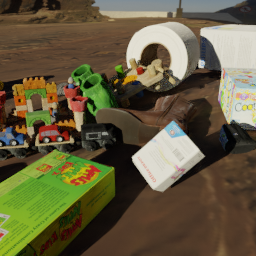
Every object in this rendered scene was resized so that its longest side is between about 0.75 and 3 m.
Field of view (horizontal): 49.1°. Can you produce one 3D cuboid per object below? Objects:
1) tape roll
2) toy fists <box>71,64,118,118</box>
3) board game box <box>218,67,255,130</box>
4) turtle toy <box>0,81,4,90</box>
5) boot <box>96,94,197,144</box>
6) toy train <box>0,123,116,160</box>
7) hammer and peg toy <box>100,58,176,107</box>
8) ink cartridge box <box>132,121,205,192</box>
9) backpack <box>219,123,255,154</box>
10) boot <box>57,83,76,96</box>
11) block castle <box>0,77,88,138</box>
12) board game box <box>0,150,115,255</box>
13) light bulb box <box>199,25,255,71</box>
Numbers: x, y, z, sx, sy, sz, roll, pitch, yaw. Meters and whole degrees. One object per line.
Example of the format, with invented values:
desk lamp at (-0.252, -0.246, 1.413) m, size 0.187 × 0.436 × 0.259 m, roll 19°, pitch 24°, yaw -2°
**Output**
tape roll at (1.409, -2.834, 11.097) m, size 2.496 × 2.496 × 1.714 m, roll 12°, pitch 28°, yaw 25°
toy fists at (-1.040, -1.046, 8.699) m, size 0.880 × 1.305 × 2.560 m, roll -37°, pitch 31°, yaw -4°
board game box at (3.600, -0.968, 8.529) m, size 1.243 × 1.221 × 2.371 m, roll 4°, pitch 25°, yaw 8°
turtle toy at (-5.840, -1.788, 10.533) m, size 1.509 × 1.046 × 2.070 m, roll 5°, pitch 25°, yaw 12°
boot at (0.650, -0.444, 7.841) m, size 2.421 × 0.834 × 2.597 m, roll 19°, pitch 31°, yaw 9°
toy train at (-1.757, 0.253, 6.517) m, size 2.987 × 0.684 × 0.510 m, roll -5°, pitch 25°, yaw -10°
hammer and peg toy at (0.388, -1.827, 9.930) m, size 2.573 × 0.907 × 1.893 m, roll -30°, pitch 34°, yaw -15°
ink cartridge box at (0.710, 0.528, 5.070) m, size 0.760 × 1.052 × 0.445 m, roll 54°, pitch 10°, yaw 32°
backpack at (2.538, 0.238, 6.731) m, size 0.719 × 0.677 × 0.881 m, roll -4°, pitch 47°, yaw -4°
boot at (-1.927, -1.600, 10.686) m, size 1.216 × 0.645 × 1.848 m, roll 10°, pitch 22°, yaw 30°
block castle at (-2.527, -0.639, 7.809) m, size 2.634 × 1.235 × 1.760 m, roll -8°, pitch 25°, yaw -16°
board game box at (-1.496, 1.321, 4.234) m, size 1.384 × 0.649 × 2.725 m, roll 13°, pitch 28°, yaw 27°
light bulb box at (5.373, -3.730, 13.004) m, size 2.954 × 1.860 × 2.980 m, roll -22°, pitch 30°, yaw -38°
